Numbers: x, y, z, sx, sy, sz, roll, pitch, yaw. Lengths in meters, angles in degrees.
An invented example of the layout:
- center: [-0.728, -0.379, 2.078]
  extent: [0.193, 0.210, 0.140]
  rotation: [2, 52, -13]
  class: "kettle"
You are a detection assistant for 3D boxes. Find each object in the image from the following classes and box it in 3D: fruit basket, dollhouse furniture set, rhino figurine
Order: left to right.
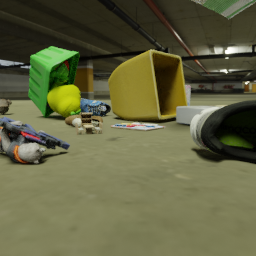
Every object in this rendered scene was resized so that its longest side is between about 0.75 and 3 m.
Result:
- center: [-7.172, -1.031, 13.764]
  extent: [2.712, 0.811, 1.186]
  rotation: [-4, 8, -20]
  class: "rhino figurine"
- center: [-2.723, -1.601, 11.630]
  extent: [2.964, 2.964, 2.138]
  rotation: [4, 34, 32]
  class: "fruit basket"
- center: [-1.078, -0.127, 7.550]
  extent: [0.677, 0.513, 0.773]
  rotation: [-2, 7, -17]
  class: "dollhouse furniture set"

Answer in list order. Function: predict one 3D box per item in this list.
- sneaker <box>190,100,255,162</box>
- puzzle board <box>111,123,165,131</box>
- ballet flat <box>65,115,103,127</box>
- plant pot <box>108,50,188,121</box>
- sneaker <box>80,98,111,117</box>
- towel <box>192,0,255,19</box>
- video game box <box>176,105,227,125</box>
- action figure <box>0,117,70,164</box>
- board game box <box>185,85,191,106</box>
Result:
- center: [2.394, 0.034, 4.352]
  extent: [2.817, 1.039, 1.232]
  rotation: [-3, 7, 14]
  class: "sneaker"
- center: [0.300, -0.058, 8.639]
  extent: [1.362, 0.119, 1.026]
  rotation: [6, 10, 40]
  class: "puzzle board"
- center: [-1.362, -0.172, 8.820]
  extent: [1.204, 0.408, 0.435]
  rotation: [2, 25, -17]
  class: "ballet flat"
- center: [0.668, -1.503, 11.476]
  extent: [2.570, 2.496, 2.512]
  rotation: [-7, 2, 37]
  class: "plant pot"
- center: [-1.530, -0.938, 12.742]
  extent: [0.987, 0.870, 2.214]
  rotation: [1, 6, 29]
  class: "sneaker"
- center: [2.132, -3.781, 7.518]
  extent: [2.610, 0.305, 1.991]
  rotation: [17, 0, -11]
  class: "towel"
- center: [3.419, -0.379, 9.037]
  extent: [2.573, 0.661, 2.824]
  rotation: [-6, 9, -26]
  class: "video game box"
- center: [-1.706, 0.292, 4.642]
  extent: [1.366, 0.715, 1.322]
  rotation: [28, -6, -42]
  class: "action figure"
- center: [2.229, -1.194, 12.575]
  extent: [0.305, 1.397, 1.404]
  rotation: [-4, 8, -28]
  class: "board game box"
